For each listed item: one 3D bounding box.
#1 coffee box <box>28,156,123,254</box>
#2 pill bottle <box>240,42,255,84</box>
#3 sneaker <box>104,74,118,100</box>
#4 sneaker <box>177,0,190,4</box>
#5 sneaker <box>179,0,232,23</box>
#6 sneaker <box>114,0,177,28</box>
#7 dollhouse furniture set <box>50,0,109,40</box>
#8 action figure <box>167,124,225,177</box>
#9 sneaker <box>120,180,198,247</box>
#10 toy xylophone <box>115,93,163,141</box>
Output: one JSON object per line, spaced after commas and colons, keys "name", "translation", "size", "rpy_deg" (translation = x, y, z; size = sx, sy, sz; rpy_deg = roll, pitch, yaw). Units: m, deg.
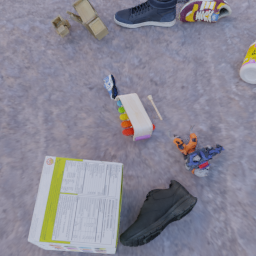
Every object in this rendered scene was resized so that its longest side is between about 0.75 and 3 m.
{"name": "coffee box", "translation": [-1.303, 2.290, 8.009], "size": [2.172, 2.193, 2.196], "rpy_deg": [5, 62, -2]}
{"name": "pill bottle", "translation": [5.331, -2.826, 11.417], "size": [1.032, 1.032, 1.981], "rpy_deg": [23, 65, 12]}
{"name": "sneaker", "translation": [-0.700, -1.594, 11.184], "size": [0.427, 0.420, 1.110], "rpy_deg": [-19, 63, 18]}
{"name": "sneaker", "translation": [2.643, -6.298, 13.637], "size": [0.754, 0.330, 0.280], "rpy_deg": [10, 63, 5]}
{"name": "sneaker", "translation": [3.536, -5.276, 12.766], "size": [2.446, 0.917, 1.102], "rpy_deg": [-22, 58, -10]}
{"name": "sneaker", "translation": [0.765, -5.471, 12.252], "size": [2.859, 2.066, 1.087], "rpy_deg": [-2, 64, 0]}
{"name": "dollhouse furniture set", "translation": [-1.972, -4.167, 12.315], "size": [1.999, 1.257, 2.260], "rpy_deg": [-34, 65, 11]}
{"name": "action figure", "translation": [2.363, 0.818, 9.767], "size": [1.927, 1.008, 1.864], "rpy_deg": [-7, 67, -33]}
{"name": "sneaker", "translation": [0.810, 2.616, 8.676], "size": [2.722, 1.034, 1.235], "rpy_deg": [-27, 59, -24]}
{"name": "toy xylophone", "translation": [0.387, -0.528, 10.456], "size": [1.518, 0.521, 2.074], "rpy_deg": [-5, 58, -20]}
